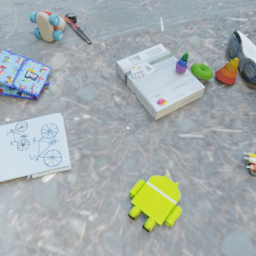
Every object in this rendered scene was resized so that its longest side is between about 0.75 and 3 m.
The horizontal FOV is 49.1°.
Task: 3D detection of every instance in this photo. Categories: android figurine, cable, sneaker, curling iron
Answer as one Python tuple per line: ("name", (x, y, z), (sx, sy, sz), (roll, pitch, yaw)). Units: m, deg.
("android figurine", (0.793, 2.035, 7.904), (1.514, 0.341, 1.663), (32, 63, 20))
("cable", (4.241, 1.142, 8.478), (1.482, 0.373, 0.720), (5, 56, 3))
("sneaker", (4.720, -2.742, 10.901), (1.140, 0.976, 2.618), (-3, 59, -21))
("curling iron", (-2.149, -4.376, 12.228), (0.545, 0.281, 2.198), (-26, 60, -17))

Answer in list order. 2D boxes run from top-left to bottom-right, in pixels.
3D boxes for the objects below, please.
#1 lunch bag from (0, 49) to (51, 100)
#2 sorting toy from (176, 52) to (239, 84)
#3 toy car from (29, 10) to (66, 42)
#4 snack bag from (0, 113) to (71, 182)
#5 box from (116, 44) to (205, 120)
("lunch bag", (-3.871, -1.831, 10.304), (1.976, 0.930, 1.488), (15, 55, -6))
("sorting toy", (2.979, -2.297, 10.117), (2.520, 0.868, 0.874), (7, 45, -15))
("toy car", (-3.132, -4.457, 11.828), (1.289, 1.237, 1.399), (15, 45, 22))
("snack bag", (-3.097, 0.620, 8.909), (2.327, 0.249, 2.195), (-13, 57, -9))
("box", (1.132, -1.813, 10.342), (2.120, 0.560, 2.720), (-27, 60, -18))
